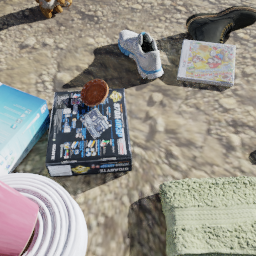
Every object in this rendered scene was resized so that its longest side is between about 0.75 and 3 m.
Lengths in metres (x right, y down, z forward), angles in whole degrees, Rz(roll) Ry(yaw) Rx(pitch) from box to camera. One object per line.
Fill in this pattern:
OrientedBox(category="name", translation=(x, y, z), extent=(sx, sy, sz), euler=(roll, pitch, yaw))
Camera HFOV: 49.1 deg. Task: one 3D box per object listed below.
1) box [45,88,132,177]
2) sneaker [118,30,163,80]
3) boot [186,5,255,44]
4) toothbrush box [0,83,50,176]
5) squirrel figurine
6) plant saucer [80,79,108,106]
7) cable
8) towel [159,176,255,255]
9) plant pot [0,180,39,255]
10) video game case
OrientedBox(category="box", translation=(-1.060, 0.008, 7.864), extent=(2.150, 0.622, 2.704), euler=(-4, 49, -3))
OrientedBox(category="sneaker", translation=(0.471, -3.054, 10.192), extent=(1.063, 1.229, 2.837), euler=(-21, 51, -16))
OrientedBox(category="boot", translation=(3.841, -3.701, 11.002), extent=(2.816, 1.091, 1.948), euler=(-9, 53, 9))
OrientedBox(category="toothbrush box", translation=(-3.576, 0.128, 7.385), extent=(1.887, 1.099, 2.578), euler=(20, 51, 11))
OrientedBox(category="squirrel figurine", translation=(-3.412, -5.955, 12.870), extent=(1.586, 1.123, 1.481), euler=(38, 52, 25))
OrientedBox(category="plant saucer", translation=(-0.958, -1.006, 8.049), extent=(0.860, 0.139, 0.860), euler=(-7, 67, 18))
OrientedBox(category="cable", translation=(-2.357, 2.241, 5.622), extent=(2.968, 1.028, 2.969), euler=(36, 58, 27))
OrientedBox(category="towel", translation=(2.110, 1.953, 6.244), extent=(2.710, 0.494, 2.011), euler=(-2, 48, -2))
OrientedBox(category="plant pot", translation=(-2.497, 1.584, 4.876), extent=(1.490, 1.664, 1.664), euler=(30, 44, -23))
OrientedBox(category="video game case", translation=(2.790, -2.319, 9.891), extent=(1.878, 0.215, 1.709), euler=(9, 66, 7))
